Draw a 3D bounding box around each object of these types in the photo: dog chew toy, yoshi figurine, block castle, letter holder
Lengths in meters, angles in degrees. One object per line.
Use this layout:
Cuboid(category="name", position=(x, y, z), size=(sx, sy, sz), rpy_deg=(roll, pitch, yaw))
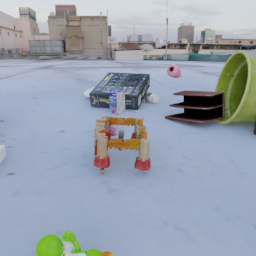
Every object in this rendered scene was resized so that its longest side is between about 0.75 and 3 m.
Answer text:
Cuboid(category="dog chew toy", position=(2.417, -2.859, 14.356), size=(0.655, 0.655, 1.052), rpy_deg=(11, -3, 32))
Cuboid(category="yoshi figurine", position=(-0.746, 1.674, 3.568), size=(1.141, 0.639, 0.641), rpy_deg=(7, 24, 31))
Cuboid(category="block castle", position=(-0.176, 0.410, 7.166), size=(1.362, 0.956, 2.038), rpy_deg=(4, 19, -4))
Cuboid(category="letter holder", position=(2.466, -0.840, 10.811), size=(1.413, 1.000, 1.988), rpy_deg=(-14, 16, -34))

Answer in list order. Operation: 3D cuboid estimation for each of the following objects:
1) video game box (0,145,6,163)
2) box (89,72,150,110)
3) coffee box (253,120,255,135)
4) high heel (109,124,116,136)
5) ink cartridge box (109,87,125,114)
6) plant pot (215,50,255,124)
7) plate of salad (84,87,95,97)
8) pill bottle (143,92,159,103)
Cuboid(category="video game box", position=(-3.926, 0.815, 6.708), size=(1.588, 0.372, 1.447), rpy_deg=(-3, 12, -9))
Cuboid(category="box", position=(-0.315, -1.931, 14.012), size=(2.361, 0.764, 2.994), rpy_deg=(6, 31, 13))
Cuboid(category="coffee box", position=(5.165, -0.070, 9.048), size=(1.794, 0.716, 1.014), rpy_deg=(-5, 18, -15))
Cuboid(category="high heel", position=(-0.729, -0.087, 9.645), size=(0.608, 0.427, 1.267), rpy_deg=(9, 29, -7))
Cuboid(category="ink cartridge box", position=(-0.465, -1.221, 12.147), size=(0.425, 1.115, 0.760), rpy_deg=(8, 19, 25))
Cuboid(category="plant pot", position=(4.909, -1.259, 10.391), size=(2.488, 2.707, 2.707), rpy_deg=(10, 16, -5))
Cuboid(category="plate of salad", position=(-1.440, -1.885, 15.324), size=(1.933, 0.464, 1.933), rpy_deg=(-4, 26, 2))
Cuboid(category="pill bottle", position=(1.170, -1.548, 14.309), size=(0.491, 0.491, 0.843), rpy_deg=(-11, 20, -32))
